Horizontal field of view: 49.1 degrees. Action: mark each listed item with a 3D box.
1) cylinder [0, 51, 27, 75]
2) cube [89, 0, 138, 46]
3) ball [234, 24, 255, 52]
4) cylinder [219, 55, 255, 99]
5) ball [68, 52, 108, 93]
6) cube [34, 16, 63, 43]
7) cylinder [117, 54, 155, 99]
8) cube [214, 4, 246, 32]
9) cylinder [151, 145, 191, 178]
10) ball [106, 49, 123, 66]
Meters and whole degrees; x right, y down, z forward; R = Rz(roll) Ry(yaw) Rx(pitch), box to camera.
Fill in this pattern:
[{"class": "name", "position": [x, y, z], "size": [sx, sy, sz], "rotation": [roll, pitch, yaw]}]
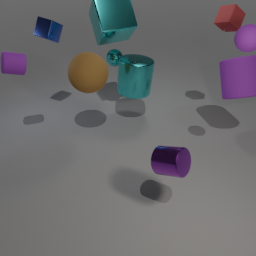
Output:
[{"class": "cylinder", "position": [-3.759, -2.116, 9.193], "size": [0.700, 0.700, 0.700], "rotation": [-1, 28, -32]}, {"class": "cube", "position": [-0.615, -4.235, 10.931], "size": [1.400, 1.400, 1.400], "rotation": [-16, 0, -15]}, {"class": "ball", "position": [3.142, -2.339, 7.301], "size": [0.700, 0.700, 0.700], "rotation": [0, 31, 0]}, {"class": "cylinder", "position": [4.102, -1.815, 10.179], "size": [1.400, 1.400, 1.400], "rotation": [-7, 6, 1]}, {"class": "ball", "position": [-1.380, -1.905, 9.702], "size": [1.400, 1.400, 1.400], "rotation": [0, 31, 0]}, {"class": "cube", "position": [-3.030, -3.735, 10.665], "size": [0.700, 0.700, 0.700], "rotation": [22, 12, 19]}, {"class": "cylinder", "position": [0.283, -2.087, 11.272], "size": [1.400, 1.400, 1.400], "rotation": [4, 31, -3]}, {"class": "cube", "position": [3.756, -4.042, 10.346], "size": [0.700, 0.700, 0.700], "rotation": [19, 3, -36]}, {"class": "cylinder", "position": [1.010, 0.778, 6.572], "size": [0.700, 0.700, 0.700], "rotation": [1, 26, 41]}, {"class": "ball", "position": [-0.551, -2.908, 11.590], "size": [0.700, 0.700, 0.700], "rotation": [0, 31, 0]}]
